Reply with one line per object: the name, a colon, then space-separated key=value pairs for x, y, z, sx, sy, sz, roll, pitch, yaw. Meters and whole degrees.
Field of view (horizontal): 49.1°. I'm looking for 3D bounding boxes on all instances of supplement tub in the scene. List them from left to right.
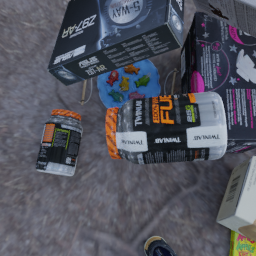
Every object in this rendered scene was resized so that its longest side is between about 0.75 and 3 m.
supplement tub: x=-1.611 y=0.358 z=6.715 sx=0.910 sy=0.910 sz=1.485 roll=9 pitch=77 yaw=2
supplement tub: x=0.583 y=0.022 z=4.498 sx=1.762 sy=1.079 sz=1.079 roll=-5 pitch=77 yaw=7

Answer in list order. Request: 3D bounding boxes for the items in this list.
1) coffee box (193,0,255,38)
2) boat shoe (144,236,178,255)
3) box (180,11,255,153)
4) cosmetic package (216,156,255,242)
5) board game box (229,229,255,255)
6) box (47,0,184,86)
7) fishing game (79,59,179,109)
coffee box: x=2.567 y=-2.197 z=4.237 sx=2.921 sy=1.166 sz=1.651 roll=39 pitch=100 yaw=26
boat shoe: x=1.079 y=3.332 z=6.165 sx=0.750 sy=0.626 sz=2.010 roll=-34 pitch=80 yaw=-9
box: x=2.191 y=-0.921 z=6.511 sx=1.620 sy=1.865 sz=2.823 roll=2 pitch=77 yaw=1
cosmetic package: x=3.655 y=1.994 z=6.118 sx=2.929 sy=1.041 sz=1.541 roll=25 pitch=65 yaw=5
board game box: x=2.652 y=2.837 z=6.467 sx=0.528 sy=0.247 sz=1.039 roll=9 pitch=77 yaw=2
box: x=-0.224 y=-2.025 z=5.235 sx=2.543 sy=0.553 sz=2.037 roll=-11 pitch=57 yaw=32
fishing game: x=0.034 y=-1.210 z=7.369 sx=2.495 sy=0.388 sz=1.787 roll=10 pitch=80 yaw=2
